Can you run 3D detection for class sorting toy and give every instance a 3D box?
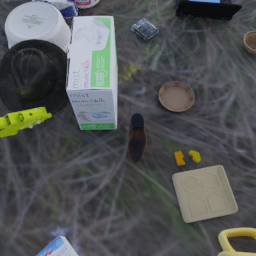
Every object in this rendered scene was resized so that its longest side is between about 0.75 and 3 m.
[{"bbox_3d":[2.051,1.550,7.957,1.485,0.267,1.993,-12,64,-1],"label":"sorting toy"}]

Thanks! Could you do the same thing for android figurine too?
[{"bbox_3d":[-3.051,-0.159,7.876,1.897,1.726,0.389,-18,87,-53],"label":"android figurine"}]

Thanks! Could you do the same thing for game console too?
[{"bbox_3d":[2.975,-4.834,10.531,2.179,1.268,1.916,7,64,3],"label":"game console"}]

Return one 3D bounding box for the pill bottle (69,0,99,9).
[{"bbox_3d":[-1.776,-5.843,10.325,1.414,2.515,1.414,0,64,0],"label":"pill bottle"}]

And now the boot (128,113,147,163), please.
[{"bbox_3d":[0.300,0.340,8.393,0.542,0.703,1.450,4,80,6],"label":"boot"}]

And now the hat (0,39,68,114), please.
[{"bbox_3d":[-2.922,-1.609,8.581,2.598,1.048,2.598,0,87,-6],"label":"hat"}]

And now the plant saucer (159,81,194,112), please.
[{"bbox_3d":[1.583,-1.001,9.220,1.167,0.213,1.167,0,63,-1],"label":"plant saucer"}]

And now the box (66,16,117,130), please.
[{"bbox_3d":[-0.981,-1.568,8.352,1.240,2.262,2.564,-1,63,0],"label":"box"}]

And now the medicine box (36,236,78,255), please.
[{"bbox_3d":[-1.683,3.406,6.841,0.987,0.558,1.084,-39,70,-17],"label":"medicine box"}]

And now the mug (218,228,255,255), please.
[{"bbox_3d":[3.142,3.420,6.213,1.897,1.850,2.310,-2,70,-9],"label":"mug"}]

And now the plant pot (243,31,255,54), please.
[{"bbox_3d":[4.572,-2.986,10.072,0.968,0.447,0.968,0,63,-1],"label":"plant pot"}]

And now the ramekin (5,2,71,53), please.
[{"bbox_3d":[-3.222,-3.422,9.931,2.307,1.074,2.307,0,64,1],"label":"ramekin"}]

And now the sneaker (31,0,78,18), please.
[{"bbox_3d":[-2.898,-4.952,10.866,1.912,0.773,1.104,4,66,4],"label":"sneaker"}]

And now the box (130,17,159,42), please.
[{"bbox_3d":[0.636,-3.723,10.559,0.697,0.225,0.884,-41,70,-17],"label":"box"}]
